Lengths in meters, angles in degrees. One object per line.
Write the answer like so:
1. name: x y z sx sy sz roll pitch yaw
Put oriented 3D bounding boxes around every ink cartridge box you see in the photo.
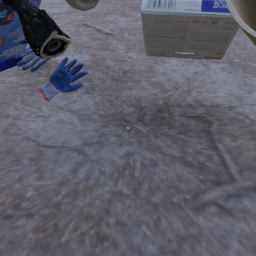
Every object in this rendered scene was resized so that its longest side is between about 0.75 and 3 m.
1. ink cartridge box: -2.557 -1.850 4.913 0.991 2.596 1.771 37 35 0
2. ink cartridge box: 1.451 -2.347 6.833 2.149 0.474 2.189 5 -7 7

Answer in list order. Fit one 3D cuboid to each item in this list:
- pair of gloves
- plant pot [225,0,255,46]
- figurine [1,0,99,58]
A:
1. pair of gloves: -1.171 -0.955 4.248 0.856 1.065 0.121 -33 20 10
2. plant pot: 2.528 -1.491 3.555 2.086 2.086 2.227 26 3 33
3. figurine: -0.960 -1.588 3.128 1.124 1.152 0.496 50 30 8
